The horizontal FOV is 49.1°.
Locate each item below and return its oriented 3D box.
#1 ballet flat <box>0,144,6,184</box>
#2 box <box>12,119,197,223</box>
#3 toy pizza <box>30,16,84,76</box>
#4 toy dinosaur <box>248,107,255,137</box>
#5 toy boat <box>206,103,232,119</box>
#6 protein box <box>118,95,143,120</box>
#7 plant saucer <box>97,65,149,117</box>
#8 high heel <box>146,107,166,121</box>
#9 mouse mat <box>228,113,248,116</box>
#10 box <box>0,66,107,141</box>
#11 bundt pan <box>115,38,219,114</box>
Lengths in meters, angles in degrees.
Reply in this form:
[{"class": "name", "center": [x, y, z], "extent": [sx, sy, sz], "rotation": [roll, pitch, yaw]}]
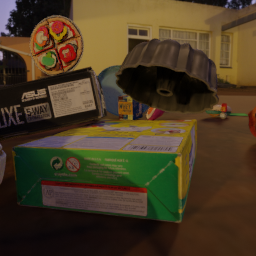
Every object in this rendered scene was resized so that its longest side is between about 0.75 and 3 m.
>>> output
[{"class": "ballet flat", "center": [-1.261, 0.343, 1.748], "extent": [0.879, 0.930, 2.760], "rotation": [7, 9, -9]}, {"class": "box", "center": [0.047, 0.252, 3.416], "extent": [1.497, 0.617, 2.552], "rotation": [1, 10, 17]}, {"class": "toy pizza", "center": [-0.946, -1.065, 3.629], "extent": [0.771, 0.771, 0.122], "rotation": [2, 7, 13]}, {"class": "toy dinosaur", "center": [3.501, -0.168, 5.240], "extent": [2.113, 1.223, 2.329], "rotation": [-21, 24, -8]}, {"class": "toy boat", "center": [3.248, -0.570, 9.934], "extent": [0.958, 0.529, 1.139], "rotation": [5, 0, 2]}, {"class": "protein box", "center": [0.096, -0.692, 9.278], "extent": [0.523, 0.776, 0.770], "rotation": [4, 13, 28]}, {"class": "plant saucer", "center": [-0.177, -1.314, 10.277], "extent": [2.190, 2.190, 0.300], "rotation": [-2, -23, -16]}, {"class": "high heel", "center": [1.419, -0.613, 9.543], "extent": [0.783, 1.115, 2.324], "rotation": [-41, 6, 35]}, {"class": "mouse mat", "center": [4.295, -0.531, 11.051], "extent": [0.778, 0.036, 0.966], "rotation": [2, 9, 13]}, {"class": "box", "center": [-1.596, -0.194, 4.173], "extent": [2.528, 0.629, 1.994], "rotation": [-12, 4, -1]}, {"class": "bundt pan", "center": [0.563, -0.701, 3.786], "extent": [1.402, 0.526, 1.402], "rotation": [16, -15, 5]}]
